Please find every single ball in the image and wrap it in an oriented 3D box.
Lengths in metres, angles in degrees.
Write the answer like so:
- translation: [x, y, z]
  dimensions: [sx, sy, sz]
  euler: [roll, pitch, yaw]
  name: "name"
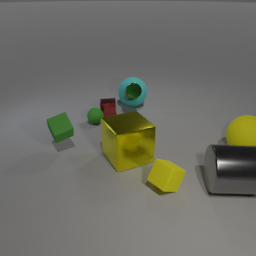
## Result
- translation: [0.222, -1.759, 13.601]
  dimensions: [1.400, 1.400, 1.400]
  euler: [0, 28, 0]
  name: "ball"
- translation: [-1.408, -0.530, 12.039]
  dimensions: [0.700, 0.700, 0.700]
  euler: [0, 28, 0]
  name: "ball"
- translation: [4.181, 0.254, 9.827]
  dimensions: [1.400, 1.400, 1.400]
  euler: [0, 28, 0]
  name: "ball"

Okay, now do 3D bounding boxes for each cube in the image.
- translation: [-0.015, 0.410, 9.542]
  dimensions: [1.400, 1.400, 1.400]
  euler: [-13, 31, -23]
  name: "cube"
- translation: [-2.361, -0.008, 9.803]
  dimensions: [0.700, 0.700, 0.700]
  euler: [-24, 73, -19]
  name: "cube"
- translation: [-0.892, -0.902, 12.732]
  dimensions: [0.700, 0.700, 0.700]
  euler: [-4, 27, -2]
  name: "cube"
- translation: [1.127, 1.388, 8.195]
  dimensions: [0.700, 0.700, 0.700]
  euler: [15, 10, -47]
  name: "cube"

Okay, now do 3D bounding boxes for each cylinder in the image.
- translation: [3.046, 1.184, 8.077]
  dimensions: [1.400, 1.400, 1.400]
  euler: [1, 28, 2]
  name: "cylinder"
- translation: [0.195, -1.601, 12.410]
  dimensions: [0.700, 0.700, 0.700]
  euler: [-6, -2, -11]
  name: "cylinder"
